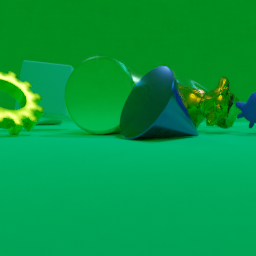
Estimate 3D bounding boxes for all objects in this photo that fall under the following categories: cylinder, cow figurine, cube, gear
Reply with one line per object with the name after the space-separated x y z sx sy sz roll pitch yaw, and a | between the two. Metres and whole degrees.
-0.282 -0.530 4.971 1.237 1.237 1.237 1 2 18 | cylinder
1.249 -0.487 5.515 1.705 0.936 1.678 19 -7 10 | cow figurine
2.455 -0.560 4.857 0.656 1.177 1.196 44 26 14 | cow figurine
-1.789 -0.810 6.503 1.104 1.104 1.104 7 -6 3 | cube
-1.970 -0.456 4.417 1.255 1.255 0.232 -3 -36 -52 | gear

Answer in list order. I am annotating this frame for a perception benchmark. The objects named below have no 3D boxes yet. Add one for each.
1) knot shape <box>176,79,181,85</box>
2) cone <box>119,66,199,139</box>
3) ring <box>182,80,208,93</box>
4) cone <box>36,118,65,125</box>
1.321 -1.222 10.858 1.832 1.714 0.847 51 16 23 | knot shape
0.632 -0.119 3.939 1.084 1.080 1.080 29 -12 -27 | cone
2.480 -0.795 8.696 1.999 0.400 1.999 32 22 -15 | ring
-2.969 -0.381 9.499 1.232 1.232 1.236 2 29 35 | cone
